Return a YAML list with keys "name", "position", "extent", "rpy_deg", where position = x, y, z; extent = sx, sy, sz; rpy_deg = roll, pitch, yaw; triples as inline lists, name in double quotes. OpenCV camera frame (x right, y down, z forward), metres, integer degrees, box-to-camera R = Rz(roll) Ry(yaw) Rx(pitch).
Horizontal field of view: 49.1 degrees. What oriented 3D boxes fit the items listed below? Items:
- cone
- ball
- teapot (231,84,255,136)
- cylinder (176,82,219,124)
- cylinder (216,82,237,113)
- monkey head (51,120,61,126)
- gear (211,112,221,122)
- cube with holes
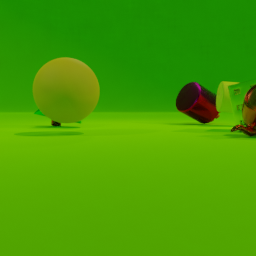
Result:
- name: "cone"
  position: [-2.151, -0.581, 8.297]
  extent: [1.279, 1.275, 1.275]
  rpy_deg: [-15, 6, -9]
- name: "ball"
  position: [-1.301, -0.788, 5.962]
  extent: [1.382, 1.382, 1.382]
  rpy_deg: [0, 4, 0]
- name: "teapot"
  position: [2.710, -0.415, 5.370]
  extent: [0.925, 1.888, 1.174]
  rpy_deg: [49, -5, -36]
- name: "cylinder"
  position: [2.602, -0.921, 10.369]
  extent: [1.207, 1.207, 1.207]
  rpy_deg: [24, -9, -29]
- name: "cylinder"
  position: [3.425, -0.964, 8.969]
  extent: [0.975, 0.975, 0.975]
  rpy_deg: [5, 4, 5]
- name: "monkey head"
  position: [-2.333, -0.571, 9.171]
  extent: [1.291, 0.929, 0.778]
  rpy_deg: [1, 14, -11]
- name: "gear"
  position: [3.248, -0.855, 11.511]
  extent: [1.220, 1.220, 0.226]
  rpy_deg: [3, 16, 36]
- name: "cube with holes"
  position: [3.186, -0.576, 6.769]
  extent: [1.108, 1.108, 1.108]
  rpy_deg: [-12, -3, 30]
